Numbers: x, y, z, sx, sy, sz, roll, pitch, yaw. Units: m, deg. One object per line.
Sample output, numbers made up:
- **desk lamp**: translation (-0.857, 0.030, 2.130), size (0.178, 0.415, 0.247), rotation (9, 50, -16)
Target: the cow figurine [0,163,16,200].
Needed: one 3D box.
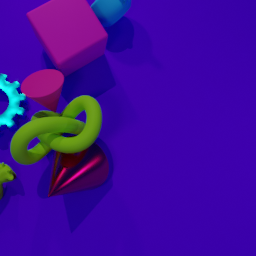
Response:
- **cow figurine**: translation (-3.088, 1.319, 6.371), size (0.587, 1.052, 1.070), rotation (40, 39, 9)

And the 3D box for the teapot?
- **teapot**: translation (-0.546, -3.327, 7.536), size (0.900, 1.839, 1.143), rotation (45, 66, -24)

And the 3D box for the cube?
- **cube**: translation (-1.478, -2.324, 7.072), size (1.375, 1.375, 1.375), rotation (-33, 93, -9)

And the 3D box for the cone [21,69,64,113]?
- **cone**: translation (-1.803, -0.674, 6.420), size (0.948, 0.952, 0.948), rotation (-4, 48, 5)

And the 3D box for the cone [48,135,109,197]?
- **cone**: translation (-1.307, 1.064, 5.926), size (1.415, 1.420, 1.415), rotation (6, 111, 15)

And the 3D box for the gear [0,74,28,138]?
- **gear**: translation (-3.456, -0.583, 7.082), size (1.707, 0.316, 1.707), rotation (5, 66, -10)

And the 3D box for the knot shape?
- **knot shape**: translation (-1.628, 0.099, 6.099), size (1.931, 2.063, 0.953), rotation (-33, 108, -32)
